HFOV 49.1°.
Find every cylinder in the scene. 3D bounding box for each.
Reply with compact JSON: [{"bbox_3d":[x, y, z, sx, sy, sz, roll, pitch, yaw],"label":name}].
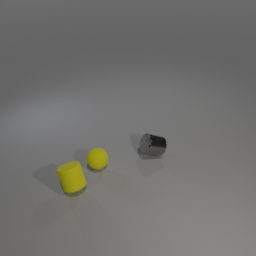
[{"bbox_3d":[-1.677,1.452,8.335,0.700,0.700,0.700,-15,15,4],"label":"cylinder"},{"bbox_3d":[0.877,0.589,9.814,0.700,0.700,0.700,12,25,-28],"label":"cylinder"}]

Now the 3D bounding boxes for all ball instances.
[{"bbox_3d":[-1.010,1.012,9.255,0.700,0.700,0.700,0,32,0],"label":"ball"}]
